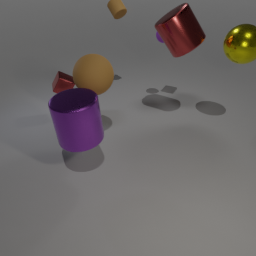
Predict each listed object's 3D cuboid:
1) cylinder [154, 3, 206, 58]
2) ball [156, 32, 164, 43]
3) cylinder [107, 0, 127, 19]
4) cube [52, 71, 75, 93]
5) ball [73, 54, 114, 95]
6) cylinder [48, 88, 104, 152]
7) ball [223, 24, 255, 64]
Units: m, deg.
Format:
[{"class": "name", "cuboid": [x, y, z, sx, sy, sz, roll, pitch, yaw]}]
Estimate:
[{"class": "cylinder", "cuboid": [1.914, -3.574, 10.304, 1.400, 1.400, 1.400, -32, 22, 15]}, {"class": "ball", "cuboid": [1.554, -4.017, 12.040, 0.700, 0.700, 0.700, 0, 30, 0]}, {"class": "cylinder", "cuboid": [-0.508, -5.591, 13.079, 0.700, 0.700, 0.700, -24, 80, -35]}, {"class": "cube", "cuboid": [-2.729, -1.850, 11.818, 0.700, 0.700, 0.700, 19, 29, -30]}, {"class": "ball", "cuboid": [-1.181, -1.814, 9.562, 1.400, 1.400, 1.400, 0, 30, 0]}, {"class": "cylinder", "cuboid": [-1.476, -0.250, 8.194, 1.400, 1.400, 1.400, -4, 35, 3]}, {"class": "ball", "cuboid": [4.172, -3.022, 10.115, 1.400, 1.400, 1.400, 0, 30, 0]}]
